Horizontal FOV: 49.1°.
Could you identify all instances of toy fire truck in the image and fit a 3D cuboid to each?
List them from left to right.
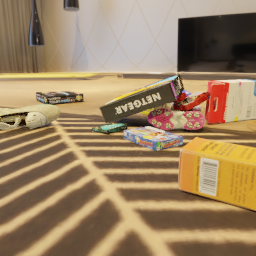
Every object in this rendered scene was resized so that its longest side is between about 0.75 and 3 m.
[{"bbox_3d":[2.218,-0.957,9.995,1.321,0.882,1.573,-28,8,-5],"label":"toy fire truck"}]

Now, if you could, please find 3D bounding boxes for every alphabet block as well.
[{"bbox_3d":[1.131,-0.963,11.281,0.873,0.853,0.857,-10,15,-33],"label":"alphabet block"}]

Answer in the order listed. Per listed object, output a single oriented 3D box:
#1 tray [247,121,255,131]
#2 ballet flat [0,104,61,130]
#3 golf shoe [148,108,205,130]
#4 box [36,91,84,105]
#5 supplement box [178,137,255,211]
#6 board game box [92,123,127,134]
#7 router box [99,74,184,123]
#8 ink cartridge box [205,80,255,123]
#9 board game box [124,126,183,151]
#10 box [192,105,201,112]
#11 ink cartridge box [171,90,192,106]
[{"bbox_3d":[4.286,0.017,8.619,0.614,0.231,1.245,-2,15,-8],"label":"tray"},{"bbox_3d":[-3.388,-0.247,9.045,2.422,0.817,0.755,-5,42,-5],"label":"ballet flat"},{"bbox_3d":[1.560,-0.232,9.022,1.842,0.694,0.843,8,0,22],"label":"golf shoe"},{"bbox_3d":[-3.612,-1.628,14.753,1.944,0.487,1.959,-10,17,-32],"label":"box"},{"bbox_3d":[2.056,0.785,4.314,2.439,0.839,0.811,12,20,31],"label":"supplement box"},{"bbox_3d":[-0.571,0.002,8.847,0.665,0.138,0.983,9,16,36],"label":"board game box"},{"bbox_3d":[0.545,-1.034,9.663,2.565,0.655,1.913,-18,11,23],"label":"router box"},{"bbox_3d":[3.646,-0.990,10.111,2.458,1.428,0.827,-6,16,-26],"label":"ink cartridge box"},{"bbox_3d":[0.657,0.253,7.608,0.952,0.242,1.406,-10,17,-34],"label":"board game box"},{"bbox_3d":[2.680,-0.725,11.287,0.355,0.381,1.836,1,15,10],"label":"box"},{"bbox_3d":[1.984,-1.286,12.499,2.272,0.477,1.356,-10,14,4],"label":"ink cartridge box"}]
